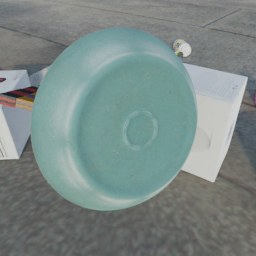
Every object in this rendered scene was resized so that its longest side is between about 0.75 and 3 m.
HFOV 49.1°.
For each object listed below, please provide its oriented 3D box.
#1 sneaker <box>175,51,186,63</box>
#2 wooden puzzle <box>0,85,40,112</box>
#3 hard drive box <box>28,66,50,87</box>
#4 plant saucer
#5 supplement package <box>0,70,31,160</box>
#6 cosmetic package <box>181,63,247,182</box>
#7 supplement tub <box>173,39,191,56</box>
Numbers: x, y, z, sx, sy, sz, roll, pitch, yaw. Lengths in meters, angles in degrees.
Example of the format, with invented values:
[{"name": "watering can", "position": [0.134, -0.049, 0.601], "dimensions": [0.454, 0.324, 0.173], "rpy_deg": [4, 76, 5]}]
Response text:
[{"name": "sneaker", "position": [2.324, -2.903, 12.795], "dimensions": [0.751, 0.686, 1.856], "rpy_deg": [17, 46, 11]}, {"name": "wooden puzzle", "position": [-1.493, -0.509, 5.801], "dimensions": [1.654, 0.196, 2.789], "rpy_deg": [14, 13, -1]}, {"name": "hard drive box", "position": [-2.809, -2.187, 11.107], "dimensions": [1.496, 0.737, 1.920], "rpy_deg": [-11, 23, 41]}, {"name": "plant saucer", "position": [0.079, -0.014, 4.189], "dimensions": [2.874, 2.874, 0.517], "rpy_deg": [-20, 20, -25]}, {"name": "supplement package", "position": [-4.318, -0.434, 8.305], "dimensions": [2.434, 1.790, 2.327], "rpy_deg": [-2, 36, 0]}, {"name": "cosmetic package", "position": [1.519, -0.282, 7.518], "dimensions": [2.466, 2.458, 1.516], "rpy_deg": [19, 41, 23]}, {"name": "supplement tub", "position": [2.772, -4.089, 14.313], "dimensions": [0.665, 0.665, 0.917], "rpy_deg": [-9, 37, -12]}]
